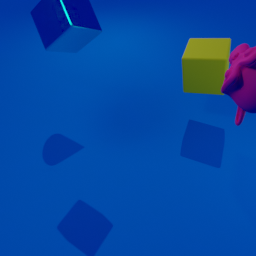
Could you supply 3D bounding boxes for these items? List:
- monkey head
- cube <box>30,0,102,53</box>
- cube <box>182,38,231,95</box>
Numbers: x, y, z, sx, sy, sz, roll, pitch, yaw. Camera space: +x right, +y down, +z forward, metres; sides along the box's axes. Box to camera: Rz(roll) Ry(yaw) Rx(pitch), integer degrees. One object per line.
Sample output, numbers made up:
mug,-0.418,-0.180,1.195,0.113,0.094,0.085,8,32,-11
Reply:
monkey head,1.978,-0.800,4.265,0.930,1.543,1.110,33,34,-11
cube,-1.131,-1.953,5.168,0.808,0.808,0.808,-17,82,-54
cube,2.150,-1.695,7.672,1.113,1.113,1.113,7,46,21
